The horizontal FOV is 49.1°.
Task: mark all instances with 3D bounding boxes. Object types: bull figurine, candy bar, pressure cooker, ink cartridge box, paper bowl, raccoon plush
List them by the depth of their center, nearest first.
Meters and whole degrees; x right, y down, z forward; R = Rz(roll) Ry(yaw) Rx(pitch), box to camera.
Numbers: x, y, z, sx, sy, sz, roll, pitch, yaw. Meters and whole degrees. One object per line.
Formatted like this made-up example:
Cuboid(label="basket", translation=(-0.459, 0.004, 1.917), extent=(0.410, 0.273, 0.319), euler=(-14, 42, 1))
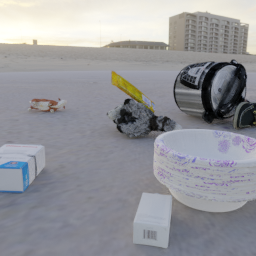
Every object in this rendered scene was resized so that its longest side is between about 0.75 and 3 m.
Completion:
Cuboid(label="paper bowl", translation=(1.664, 0.839, 5.755), extent=(2.284, 1.188, 2.284), euler=(0, 15, 0))
Cuboid(label="ink cartridge box", translation=(-2.716, 0.900, 6.618), extent=(1.079, 0.633, 1.474), euler=(1, 14, 3))
Cuboid(label="candy bar", translation=(0.260, -1.203, 10.119), extent=(0.274, 0.617, 2.475), euler=(-25, -39, 31))
Cuboid(label="raccoon plush", translation=(0.498, -0.128, 10.570), extent=(2.690, 1.301, 1.802), euler=(28, 0, -3))
Cuboid(label="pressure cooker", translation=(3.783, -1.678, 12.382), extent=(2.570, 2.530, 2.877), euler=(-16, 17, -28))
Cuboid(label="bull figurine", translation=(-4.151, -1.172, 14.426), extent=(1.985, 0.647, 1.205), euler=(0, 15, 0))

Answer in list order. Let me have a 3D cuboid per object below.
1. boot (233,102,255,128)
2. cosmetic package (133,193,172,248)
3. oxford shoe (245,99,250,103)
Cuboid(label="boot", translation=(5.545, -0.441, 11.099), extent=(2.035, 0.973, 2.695), euler=(17, 23, 40))
Cuboid(label="cosmetic package", translation=(0.442, 1.518, 4.759), extent=(0.569, 0.409, 1.009), euler=(4, 14, 13))
Cuboid(label="oxford shoe", translation=(5.645, -1.093, 13.955), extent=(2.000, 0.729, 0.713), euler=(8, 17, 27))
